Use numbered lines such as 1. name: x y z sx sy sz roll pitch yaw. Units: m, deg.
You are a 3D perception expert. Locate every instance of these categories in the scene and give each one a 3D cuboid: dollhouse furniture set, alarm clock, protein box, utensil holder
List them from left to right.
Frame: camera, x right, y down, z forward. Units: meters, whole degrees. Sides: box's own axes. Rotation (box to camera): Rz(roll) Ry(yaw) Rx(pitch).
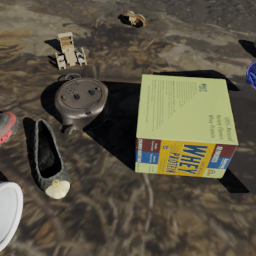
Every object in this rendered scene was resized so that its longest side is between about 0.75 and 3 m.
1. utensil holder: -3.664 1.882 6.379 1.864 1.584 1.584 7 51 9
2. dollhouse furniture set: -2.301 -3.021 10.913 1.074 0.814 1.225 -14 52 -11
3. alarm clock: -1.574 -1.047 9.290 1.821 0.899 2.699 -17 49 -14
4. protein box: 1.487 -0.074 7.923 2.411 1.627 2.393 4 50 3

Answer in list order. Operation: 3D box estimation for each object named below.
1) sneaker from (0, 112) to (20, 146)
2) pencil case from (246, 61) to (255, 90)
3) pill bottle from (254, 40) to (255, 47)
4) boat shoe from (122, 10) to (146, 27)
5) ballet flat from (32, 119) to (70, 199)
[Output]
1. sneaker: -4.530 0.113 7.981 2.761 1.349 0.976 -26 53 -22
2. pencil case: 4.097 -1.527 8.302 2.188 0.950 0.854 -13 77 -57
3. pill bottle: 5.555 -3.195 11.214 0.573 0.573 1.023 -9 51 -8
4. boat shoe: 0.267 -4.885 12.716 0.505 0.517 1.367 -35 50 -19
5. ballet flat: -2.251 0.830 7.769 0.850 0.727 2.558 -19 53 -15
